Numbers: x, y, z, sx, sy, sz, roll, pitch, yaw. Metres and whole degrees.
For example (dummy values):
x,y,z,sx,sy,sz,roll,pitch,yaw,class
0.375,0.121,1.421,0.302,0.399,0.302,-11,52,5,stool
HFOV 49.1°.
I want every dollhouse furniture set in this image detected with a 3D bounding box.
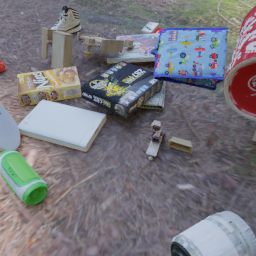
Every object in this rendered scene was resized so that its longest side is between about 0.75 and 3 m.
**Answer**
x,y,z,sx,sy,sz,roll,pitch,yaw,class
1.115,0.519,7.543,1.221,0.967,0.866,17,61,13,dollhouse furniture set
-1.667,-3.113,11.438,2.914,1.423,2.485,-14,32,-43,dollhouse furniture set

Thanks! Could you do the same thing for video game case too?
x,y,z,sx,sy,sz,roll,pitch,yaw,class
0.455,-3.396,11.799,2.324,0.267,2.117,0,42,14,video game case

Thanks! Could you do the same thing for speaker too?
x,y,z,sx,sy,sz,roll,pitch,yaw,class
-2.616,1.180,6.858,0.685,0.685,1.548,-33,52,-30,speaker

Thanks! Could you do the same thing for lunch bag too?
x,y,z,sx,sy,sz,roll,pitch,yaw,class
1.432,-1.770,6.897,1.755,0.826,1.321,8,80,4,lunch bag

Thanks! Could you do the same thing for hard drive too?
x,y,z,sx,sy,sz,roll,pitch,yaw,class
-1.981,-0.129,8.532,2.251,0.296,1.485,14,45,14,hard drive

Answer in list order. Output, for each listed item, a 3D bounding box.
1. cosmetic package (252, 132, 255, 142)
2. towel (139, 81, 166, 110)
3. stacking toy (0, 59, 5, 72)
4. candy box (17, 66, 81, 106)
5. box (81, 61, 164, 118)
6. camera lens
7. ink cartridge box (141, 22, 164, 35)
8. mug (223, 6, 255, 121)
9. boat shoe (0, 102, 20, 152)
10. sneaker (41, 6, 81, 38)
x,y,z,sx,sy,sz,roll,pitch,yaw,class
4.774,0.411,7.736,2.278,0.577,0.940,28,50,27,cosmetic package
0.234,-1.457,9.894,2.185,0.377,2.103,5,43,6,towel
-5.349,-2.708,11.119,0.637,0.637,1.493,-28,55,-27,stacking toy
-2.729,-1.484,9.765,2.071,0.573,1.195,-10,45,-12,candy box
-0.139,-1.337,9.146,1.800,0.548,2.233,28,45,23,box
1.586,2.329,5.295,1.374,1.099,1.099,-21,47,-22,camera lens
1.276,-4.749,13.527,0.953,0.239,1.097,16,45,18,ink cartridge box
3.427,-1.764,6.215,1.933,2.571,2.897,38,50,-1,mug
-3.907,-0.110,8.147,0.814,0.743,2.262,-20,67,-51,boat shoe
-3.149,-4.901,12.919,0.835,1.273,2.213,30,50,28,sneaker
